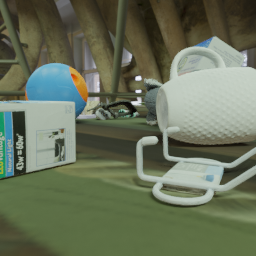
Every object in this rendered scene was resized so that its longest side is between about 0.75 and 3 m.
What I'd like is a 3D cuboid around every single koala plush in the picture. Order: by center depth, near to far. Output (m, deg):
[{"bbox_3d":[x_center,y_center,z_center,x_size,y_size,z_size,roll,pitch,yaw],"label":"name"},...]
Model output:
[{"bbox_3d":[1.314,-0.856,8.885,2.064,1.831,1.897,11,23,44],"label":"koala plush"}]

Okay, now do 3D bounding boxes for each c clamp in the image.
[{"bbox_3d":[-0.556,-0.818,12.273,1.731,0.274,2.027,-19,-20,20],"label":"c clamp"}]

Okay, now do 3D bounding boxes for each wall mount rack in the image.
[{"bbox_3d":[0.917,0.282,2.875,1.429,0.613,1.645,3,7,23],"label":"wall mount rack"}]

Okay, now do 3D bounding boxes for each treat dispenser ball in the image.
[{"bbox_3d":[-2.547,-1.219,10.123,2.190,2.190,2.190,0,6,0],"label":"treat dispenser ball"}]

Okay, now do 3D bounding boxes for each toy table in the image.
[{"bbox_3d":[-2.034,-0.905,13.572,1.332,0.848,1.449,0,5,1],"label":"toy table"}]

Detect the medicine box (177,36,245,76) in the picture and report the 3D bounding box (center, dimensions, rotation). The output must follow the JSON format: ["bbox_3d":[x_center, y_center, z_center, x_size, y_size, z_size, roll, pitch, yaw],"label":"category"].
[{"bbox_3d":[2.706,-1.755,10.981,1.454,2.825,2.573,29,0,-11],"label":"medicine box"}]

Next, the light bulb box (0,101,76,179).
[{"bbox_3d":[-1.643,0.074,3.683,1.364,0.859,1.376,5,7,39],"label":"light bulb box"}]

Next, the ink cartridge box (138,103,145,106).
[{"bbox_3d":[1.699,-0.943,14.166,2.193,0.526,1.596,0,-8,42],"label":"ink cartridge box"}]

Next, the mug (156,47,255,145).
[{"bbox_3d":[1.459,-0.645,5.446,1.737,1.981,1.463,-4,-11,-9],"label":"mug"}]

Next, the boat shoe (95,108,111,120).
[{"bbox_3d":[-1.207,-0.604,12.392,0.457,0.500,1.390,-3,4,17],"label":"boat shoe"}]

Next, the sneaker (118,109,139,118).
[{"bbox_3d":[0.086,-0.698,13.998,1.034,0.402,0.723,15,12,34],"label":"sneaker"}]
